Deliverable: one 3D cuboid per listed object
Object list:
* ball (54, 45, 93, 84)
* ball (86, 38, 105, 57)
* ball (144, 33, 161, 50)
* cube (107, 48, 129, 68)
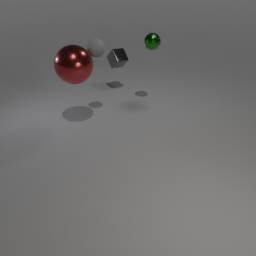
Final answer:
[{"bbox_3d":[-1.957,-2.286,10.115,1.400,1.400,1.400,0,30,0],"label":"ball"},{"bbox_3d":[-1.204,-3.004,10.490,0.700,0.700,0.700,0,30,0],"label":"ball"},{"bbox_3d":[1.024,-3.623,11.736,0.700,0.700,0.700,0,30,0],"label":"ball"},{"bbox_3d":[-0.526,-3.485,14.014,0.700,0.700,0.700,-17,-10,-36],"label":"cube"}]
